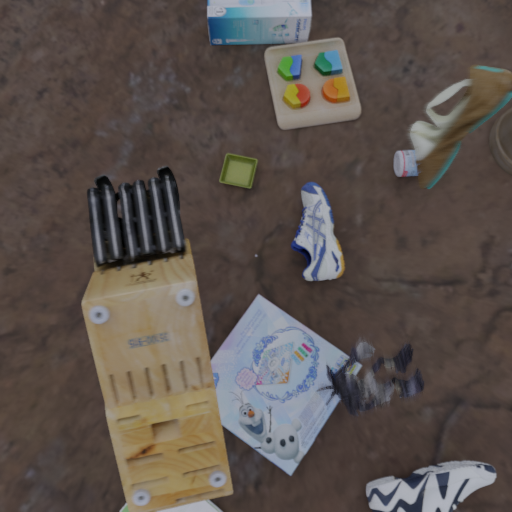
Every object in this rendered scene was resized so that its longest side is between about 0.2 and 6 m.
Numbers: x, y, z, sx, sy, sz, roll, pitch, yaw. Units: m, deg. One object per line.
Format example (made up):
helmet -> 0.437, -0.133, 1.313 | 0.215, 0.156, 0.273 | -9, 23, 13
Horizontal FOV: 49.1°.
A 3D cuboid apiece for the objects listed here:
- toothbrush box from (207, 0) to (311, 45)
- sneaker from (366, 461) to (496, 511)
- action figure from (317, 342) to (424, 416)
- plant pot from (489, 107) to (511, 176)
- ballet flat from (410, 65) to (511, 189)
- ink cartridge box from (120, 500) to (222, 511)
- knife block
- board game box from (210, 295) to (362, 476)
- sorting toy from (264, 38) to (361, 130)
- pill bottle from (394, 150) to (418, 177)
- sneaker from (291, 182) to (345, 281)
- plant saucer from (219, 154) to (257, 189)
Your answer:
toothbrush box -> 0.049, -5.790, 12.705 | 2.293, 0.978, 1.679 | 0, 74, -2
sneaker -> 3.200, 4.525, 9.806 | 2.272, 0.907, 1.478 | -12, 76, -3
action figure -> 1.629, 1.760, 7.995 | 0.780, 1.529, 0.909 | -31, 94, -49
plant pot -> 5.949, -2.606, 11.526 | 1.746, 1.515, 1.746 | 0, 75, 0
ballet flat -> 3.263, -2.222, 9.617 | 0.940, 2.599, 0.881 | 26, 54, -3
ink cartridge box -> -1.485, 4.627, 10.047 | 1.539, 0.369, 1.120 | 37, 77, 10
knife block -> -1.457, 0.902, 8.251 | 1.353, 3.711, 4.227 | -10, 105, -6
board game box -> 0.334, 2.382, 10.604 | 2.389, 0.521, 2.400 | 35, 77, 9
sorting toy -> 1.246, -3.891, 12.477 | 1.876, 0.370, 2.027 | -9, 75, -3
pill bottle -> 3.459, -1.971, 11.841 | 0.994, 0.540, 0.540 | -3, 74, -1
sneaker -> 1.107, -0.501, 11.302 | 0.912, 0.779, 2.069 | -12, 74, -4
plant saucer -> -0.375, -1.791, 11.985 | 0.695, 0.166, 0.694 | 12, 74, 3
